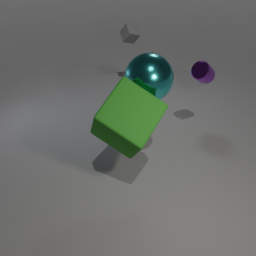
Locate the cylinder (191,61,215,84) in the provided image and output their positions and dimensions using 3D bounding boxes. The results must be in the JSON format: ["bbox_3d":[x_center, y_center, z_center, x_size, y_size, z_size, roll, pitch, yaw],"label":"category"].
[{"bbox_3d":[2.789,-2.055,10.395,0.700,0.700,0.700,24,7,34],"label":"cylinder"}]

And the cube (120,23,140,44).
[{"bbox_3d":[0.105,-4.915,14.576,0.700,0.700,0.700,-2,68,-36],"label":"cube"}]

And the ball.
[{"bbox_3d":[0.592,-1.419,7.962,1.400,1.400,1.400,0,31,0],"label":"ball"}]

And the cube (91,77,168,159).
[{"bbox_3d":[-0.017,-0.223,7.524,1.400,1.400,1.400,33,70,0],"label":"cube"}]
